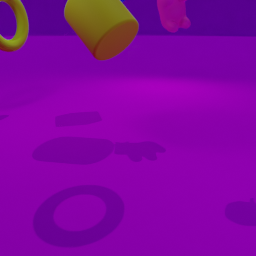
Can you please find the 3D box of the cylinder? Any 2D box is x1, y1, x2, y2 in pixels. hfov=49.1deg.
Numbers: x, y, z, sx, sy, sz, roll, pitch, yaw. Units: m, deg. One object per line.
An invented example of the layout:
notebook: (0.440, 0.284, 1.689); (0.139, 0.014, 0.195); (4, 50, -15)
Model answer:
cylinder: (-0.660, -2.653, 7.025); (1.365, 1.365, 1.365); (-25, 75, -49)

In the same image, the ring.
ring: (-3.799, -3.333, 8.721); (0.374, 1.872, 1.872); (6, 21, 20)

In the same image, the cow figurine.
cow figurine: (0.991, -3.223, 7.136); (0.803, 1.462, 1.439); (-20, 32, -8)

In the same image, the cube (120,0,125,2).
cube: (-0.712, -4.693, 9.349); (1.051, 1.051, 1.051); (-18, 17, -13)
